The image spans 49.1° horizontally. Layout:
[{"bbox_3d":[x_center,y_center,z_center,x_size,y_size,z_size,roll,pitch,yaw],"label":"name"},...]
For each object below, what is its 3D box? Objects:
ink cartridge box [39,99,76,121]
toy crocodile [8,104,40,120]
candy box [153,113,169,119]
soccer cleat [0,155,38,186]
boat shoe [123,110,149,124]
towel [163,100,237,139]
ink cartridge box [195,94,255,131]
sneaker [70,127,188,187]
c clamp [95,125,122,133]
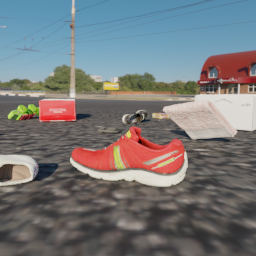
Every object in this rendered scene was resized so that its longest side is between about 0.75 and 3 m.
[{"bbox_3d":[-3.238,-0.868,13.059,1.580,0.915,2.720,-2,8,-12],"label":"ink cartridge box"},{"bbox_3d":[-4.777,-0.667,13.064,0.669,0.612,1.983,-40,-4,17],"label":"toy crocodile"},{"bbox_3d":[1.601,-0.596,13.741,0.473,0.229,0.810,-4,6,-24],"label":"candy box"},{"bbox_3d":[-1.854,0.536,3.628,1.321,0.458,0.512,1,9,-19],"label":"soccer cleat"},{"bbox_3d":[0.408,-0.440,11.362,1.350,0.499,0.407,-10,11,-40],"label":"boat shoe"},{"bbox_3d":[1.648,-0.156,6.525,1.264,0.213,1.324,41,-26,-27],"label":"towel"},{"bbox_3d":[3.937,-0.646,10.170,2.005,1.174,2.775,6,8,40],"label":"ink cartridge box"},{"bbox_3d":[-0.014,0.339,3.955,1.709,0.726,0.658,3,7,20],"label":"sneaker"},{"bbox_3d":[-0.666,0.060,8.853,0.927,0.147,1.085,5,5,0],"label":"c clamp"}]
